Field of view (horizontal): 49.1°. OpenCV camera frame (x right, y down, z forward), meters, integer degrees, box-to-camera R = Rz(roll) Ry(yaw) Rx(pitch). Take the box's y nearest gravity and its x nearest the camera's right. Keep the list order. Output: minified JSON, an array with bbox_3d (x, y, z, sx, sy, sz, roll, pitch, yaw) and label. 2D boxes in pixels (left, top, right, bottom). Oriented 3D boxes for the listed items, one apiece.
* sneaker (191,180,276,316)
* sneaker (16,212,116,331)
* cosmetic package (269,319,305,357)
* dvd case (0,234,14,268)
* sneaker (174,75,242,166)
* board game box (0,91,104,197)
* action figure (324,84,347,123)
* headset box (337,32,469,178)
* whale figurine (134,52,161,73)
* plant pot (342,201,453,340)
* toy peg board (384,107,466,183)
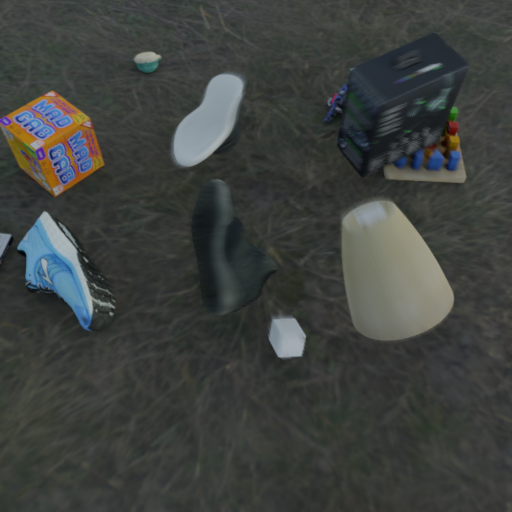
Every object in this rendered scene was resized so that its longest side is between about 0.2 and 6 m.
[{"bbox_3d":[-0.360,-0.175,9.289,1.240,0.828,2.165,-9,91,-44],"label":"sneaker"},{"bbox_3d":[-3.458,0.438,10.028,1.163,1.013,2.585,-40,61,-1],"label":"sneaker"},{"bbox_3d":[0.508,1.353,9.275,0.419,0.419,0.508,0,28,-18],"label":"cosmetic package"},{"bbox_3d":[-5.579,0.022,10.611,1.579,0.195,1.187,6,53,3],"label":"dvd case"},{"bbox_3d":[-0.856,-2.315,11.022,0.922,1.293,2.608,13,51,9],"label":"sneaker"},{"bbox_3d":[-4.216,-2.328,11.642,1.312,1.311,1.311,37,62,24],"label":"board game box"},{"bbox_3d":[2.043,-3.391,13.063,1.011,0.547,1.045,34,88,30],"label":"action figure"},{"bbox_3d":[2.707,-2.866,10.664,1.951,2.241,1.040,-27,64,-12],"label":"headset box"},{"bbox_3d":[-2.742,-4.916,14.181,0.684,0.446,0.860,-7,30,0],"label":"whale figurine"},{"bbox_3d":[1.958,0.096,8.482,1.602,1.710,1.602,-21,24,10],"label":"plant pot"},{"bbox_3d":[3.631,-2.497,12.076,1.684,0.824,1.677,3,53,3],"label":"toy peg board"}]
